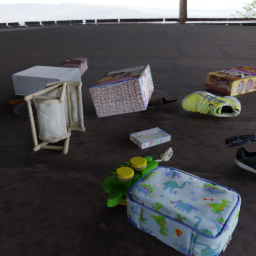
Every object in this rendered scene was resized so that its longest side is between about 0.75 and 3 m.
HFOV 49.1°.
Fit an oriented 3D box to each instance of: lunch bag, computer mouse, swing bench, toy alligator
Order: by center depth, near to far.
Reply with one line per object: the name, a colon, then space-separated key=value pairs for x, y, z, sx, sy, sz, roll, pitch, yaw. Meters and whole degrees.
lunch bag: x=1.146 y=1.631 z=5.787 sx=2.068 sy=0.853 sz=1.663 roll=17 pitch=32 yaw=32
toy alligator: x=0.170 y=1.066 z=7.008 sx=0.737 sy=0.805 sz=2.716 roll=17 pitch=31 yaw=32
computer mouse: x=4.017 y=0.274 z=8.349 sx=2.621 sy=0.768 sz=0.446 roll=0 pitch=62 yaw=-20
swing bench: x=-2.225 y=-0.416 z=8.953 sx=1.174 sy=1.801 sz=1.810 roll=5 pitch=26 yaw=9

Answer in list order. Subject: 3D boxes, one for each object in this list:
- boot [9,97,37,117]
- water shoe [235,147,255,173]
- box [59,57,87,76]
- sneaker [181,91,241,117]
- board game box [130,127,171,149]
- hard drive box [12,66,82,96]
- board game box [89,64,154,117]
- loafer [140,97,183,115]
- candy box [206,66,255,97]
boot: x=-4.399 y=-1.029 z=11.645 sx=1.708 sy=0.585 sz=1.608 roll=17 pitch=31 yaw=33
water shoe: x=3.624 y=0.944 z=7.549 sx=1.431 sy=0.565 sz=0.512 roll=17 pitch=30 yaw=31
box: x=-3.233 y=-3.609 z=16.724 sx=1.137 sy=0.851 sz=2.271 roll=2 pitch=28 yaw=3
sneaker: x=3.281 y=-0.919 z=11.080 sx=2.321 sy=0.875 sz=0.887 roll=3 pitch=25 yaw=9
board game box: x=0.736 y=0.312 z=9.293 sx=1.121 sy=0.192 sz=0.753 roll=-14 pitch=29 yaw=-26
hard drive box: x=-3.911 y=-2.293 z=13.757 sx=2.602 sy=0.999 sz=2.028 roll=8 pitch=27 yaw=17
board game box: x=-0.148 y=-1.601 z=11.568 sx=1.998 sy=1.214 sz=2.506 roll=-8 pitch=23 yaw=17
loafer: x=1.291 y=-0.968 z=11.326 sx=1.881 sy=0.671 sz=0.686 roll=2 pitch=26 yaw=15
candy box: x=5.656 y=-2.441 z=14.306 sx=2.921 sy=0.825 sz=1.704 roll=-16 pitch=31 yaw=-27
